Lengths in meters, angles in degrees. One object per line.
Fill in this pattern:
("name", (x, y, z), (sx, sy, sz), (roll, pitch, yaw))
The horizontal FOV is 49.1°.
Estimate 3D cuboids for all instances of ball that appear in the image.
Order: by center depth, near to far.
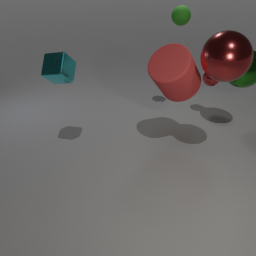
("ball", (2.750, -1.997, 7.849), (1.400, 1.400, 1.400), (0, 30, 0))
("ball", (4.198, -2.171, 10.208), (1.400, 1.400, 1.400), (0, 30, 0))
("ball", (1.938, -4.101, 10.210), (0.700, 0.700, 0.700), (0, 30, 0))
("ball", (3.447, -2.080, 11.584), (0.700, 0.700, 0.700), (0, 30, 0))

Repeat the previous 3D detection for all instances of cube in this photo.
("cube", (-2.042, -1.761, 8.303), (0.700, 0.700, 0.700), (1, -12, 20))

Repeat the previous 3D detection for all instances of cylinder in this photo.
("cylinder", (1.527, -1.756, 9.067), (1.400, 1.400, 1.400), (-11, 65, 24))
